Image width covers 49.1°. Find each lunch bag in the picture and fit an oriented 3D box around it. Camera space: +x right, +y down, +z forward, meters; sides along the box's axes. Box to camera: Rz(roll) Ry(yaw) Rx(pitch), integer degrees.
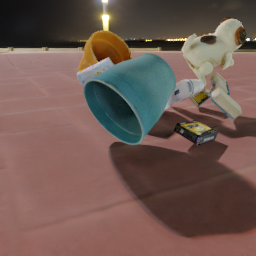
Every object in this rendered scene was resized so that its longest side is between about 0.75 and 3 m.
[{"bbox_3d":[-1.265,-2.262,12.367,1.585,1.188,1.869,-25,-5,5],"label":"lunch bag"}]

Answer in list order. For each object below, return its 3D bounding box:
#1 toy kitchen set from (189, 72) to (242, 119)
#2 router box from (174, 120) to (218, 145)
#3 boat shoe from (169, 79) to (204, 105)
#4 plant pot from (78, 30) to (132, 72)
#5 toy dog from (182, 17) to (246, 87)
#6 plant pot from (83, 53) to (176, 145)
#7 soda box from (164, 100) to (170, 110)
[{"bbox_3d":[3.140,-0.937,10.420,1.117,1.519,1.896,37,35,-14],"label":"toy kitchen set"},{"bbox_3d":[1.862,0.104,7.637,0.794,0.264,1.009,34,28,34],"label":"router box"},{"bbox_3d":[2.117,-1.432,10.694,0.831,0.844,2.379,-10,-2,-13],"label":"boat shoe"},{"bbox_3d":[-1.437,-3.434,14.969,2.545,2.545,2.330,-17,-10,-41],"label":"plant pot"},{"bbox_3d":[3.497,-3.366,11.352,2.468,2.393,1.722,-33,41,13],"label":"toy dog"},{"bbox_3d":[0.216,-0.922,7.437,2.033,2.033,1.910,19,52,44],"label":"plant pot"},{"bbox_3d":[0.768,-0.862,10.038,0.697,0.745,2.189,-1,14,30],"label":"soda box"}]
